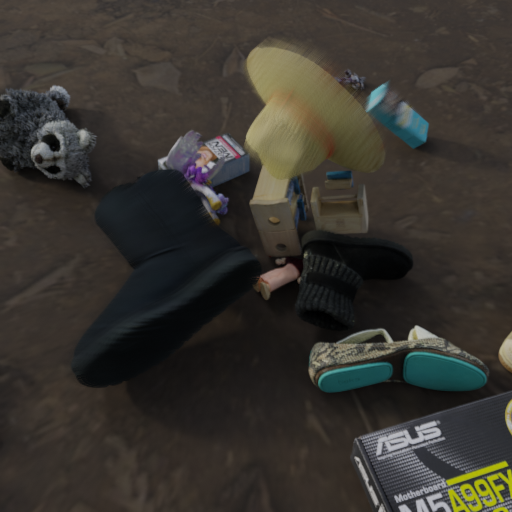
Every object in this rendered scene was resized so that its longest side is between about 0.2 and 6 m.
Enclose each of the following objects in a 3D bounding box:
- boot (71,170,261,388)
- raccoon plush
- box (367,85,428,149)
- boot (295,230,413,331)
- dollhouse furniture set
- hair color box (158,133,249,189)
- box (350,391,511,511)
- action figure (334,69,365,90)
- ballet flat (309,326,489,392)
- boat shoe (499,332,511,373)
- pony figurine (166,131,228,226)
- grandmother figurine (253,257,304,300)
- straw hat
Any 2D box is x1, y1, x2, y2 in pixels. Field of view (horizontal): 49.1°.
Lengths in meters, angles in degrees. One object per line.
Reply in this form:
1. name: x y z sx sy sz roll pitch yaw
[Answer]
1. boot: -1.704 0.174 8.020 2.906 1.110 2.441 -36 56 -14
2. raccoon plush: -3.618 -2.513 10.645 1.932 1.395 2.884 15 49 3
3. box: 2.760 -2.687 10.853 1.305 0.321 0.537 31 58 -23
4. boot: 1.467 0.446 8.249 1.850 0.696 1.383 8 56 -7
5. dollhouse furniture set: 0.934 -0.792 8.854 1.671 1.171 1.178 -1 46 17
6. hair color box: -0.952 -1.663 10.351 1.519 0.461 0.752 -27 56 -22
7. box: 2.739 2.752 6.222 2.733 0.605 2.189 -12 49 -11
8. action figure: 2.028 -3.911 12.524 0.938 0.325 0.610 -10 42 -13
9. ballet flat: 1.846 1.325 7.474 2.306 0.782 0.868 -2 40 3
10. boat shoe: 4.231 0.806 7.937 0.777 0.704 2.181 31 55 25
11. pony figurine: -1.094 -1.152 9.392 1.494 1.289 1.548 -41 59 10
12. grandmother figurine: 0.572 0.240 8.702 1.282 0.388 0.777 -21 45 -22
13. straw hat: 0.466 -1.615 7.706 2.453 2.453 1.038 37 81 29
